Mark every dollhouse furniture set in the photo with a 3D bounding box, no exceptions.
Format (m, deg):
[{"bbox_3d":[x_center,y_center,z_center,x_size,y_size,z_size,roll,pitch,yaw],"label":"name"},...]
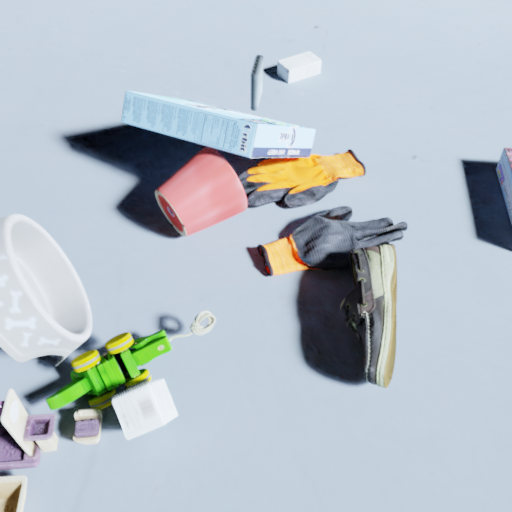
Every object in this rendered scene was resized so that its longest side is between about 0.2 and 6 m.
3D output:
[{"bbox_3d":[-2.614,2.444,6.284,1.428,1.279,1.802,-3,48,-3],"label":"dollhouse furniture set"}]

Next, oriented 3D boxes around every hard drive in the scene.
[{"bbox_3d":[0.007,-3.031,9.833,0.129,0.783,0.547,9,57,5],"label":"hard drive"}]

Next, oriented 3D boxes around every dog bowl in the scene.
[{"bbox_3d":[-2.945,0.414,7.396,0.634,2.161,2.161,-29,51,1],"label":"dog bowl"}]

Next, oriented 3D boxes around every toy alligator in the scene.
[{"bbox_3d":[-1.706,1.384,7.716,2.433,0.721,0.660,-27,12,-22],"label":"toy alligator"}]

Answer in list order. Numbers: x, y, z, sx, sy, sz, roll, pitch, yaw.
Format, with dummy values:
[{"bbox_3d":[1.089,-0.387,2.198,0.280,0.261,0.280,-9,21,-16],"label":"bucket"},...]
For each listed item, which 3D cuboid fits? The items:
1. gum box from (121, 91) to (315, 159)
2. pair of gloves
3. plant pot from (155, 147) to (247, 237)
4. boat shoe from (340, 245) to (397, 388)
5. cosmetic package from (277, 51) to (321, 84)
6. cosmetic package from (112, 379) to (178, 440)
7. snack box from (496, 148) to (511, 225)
[{"bbox_3d":[-0.629,-2.363,10.184,2.717,0.605,2.309,21,18,25],"label":"gum box"},{"bbox_3d":[1.069,-0.893,9.956,2.607,0.362,2.927,-13,50,-11],"label":"pair of gloves"},{"bbox_3d":[-0.989,-1.018,9.527,1.166,1.317,1.317,-34,56,-16],"label":"plant pot"},{"bbox_3d":[1.631,0.814,8.136,0.798,0.901,2.461,1,42,13],"label":"boat shoe"},{"bbox_3d":[1.009,-4.434,13.164,0.931,0.378,0.525,-23,52,-18],"label":"cosmetic package"},{"bbox_3d":[-1.370,1.896,6.970,0.520,0.626,0.524,-25,80,5],"label":"cosmetic package"},{"bbox_3d":[5.314,-0.980,9.855,1.626,0.606,2.286,4,48,4],"label":"snack box"}]
